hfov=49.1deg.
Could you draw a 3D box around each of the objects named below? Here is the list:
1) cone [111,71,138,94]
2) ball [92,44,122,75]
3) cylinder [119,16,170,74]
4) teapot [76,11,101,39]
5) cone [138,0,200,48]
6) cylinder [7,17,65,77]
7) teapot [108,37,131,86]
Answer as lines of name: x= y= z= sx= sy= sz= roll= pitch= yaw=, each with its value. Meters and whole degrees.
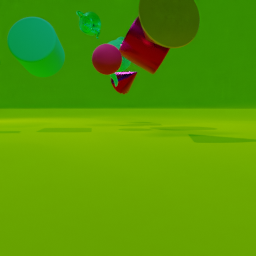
cone: x=0.034 y=-2.118 z=11.761 sx=1.096 sy=1.096 sz=1.100 roll=-4 pitch=-13 yaw=-43
ball: x=-0.637 y=-2.078 z=8.496 sx=0.915 sy=0.915 sz=0.915 roll=0 pitch=4 yaw=0
cylinder: x=0.595 y=-2.676 z=9.123 sx=1.378 sy=1.378 sz=1.378 roll=30 pitch=3 yaw=-4
teapot: x=-1.438 y=-3.873 z=10.528 sx=0.868 sy=1.397 sz=0.684 roll=-43 pitch=-4 yaw=38
cone: x=0.682 y=-2.338 z=6.579 sx=1.420 sy=1.420 sz=1.426 roll=-1 pitch=-3 yaw=-18
cylinder: x=-2.712 y=-2.386 z=8.459 sx=1.357 sy=1.357 sz=1.357 roll=0 pitch=-8 yaw=-2
teapot: x=-0.410 y=-2.648 z=10.829 sx=1.276 sy=2.052 sz=1.005 roll=0 pitch=-20 yaw=33
